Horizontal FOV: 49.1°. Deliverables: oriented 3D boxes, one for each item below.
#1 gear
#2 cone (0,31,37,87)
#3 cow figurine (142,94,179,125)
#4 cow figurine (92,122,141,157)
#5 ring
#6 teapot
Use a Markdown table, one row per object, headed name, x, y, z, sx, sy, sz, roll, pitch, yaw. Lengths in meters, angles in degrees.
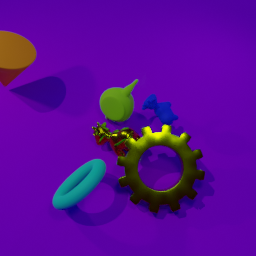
| name | x | y | z | sx | sy | sz | roll | pitch | yaw |
| --- | --- | --- | --- | --- | --- | --- | --- | --- | --- |
| gear | 0.791 | 0.982 | 6.913 | 2.098 | 0.388 | 2.098 | 0 | 84 | 2 |
| cone | -3.785 | -1.821 | 8.689 | 1.623 | 1.629 | 1.623 | 14 | 50 | -17 |
| cow figurine | 0.852 | -0.472 | 7.556 | 0.926 | 0.517 | 0.941 | -8 | 65 | -50 |
| cow figurine | -0.334 | 0.227 | 7.652 | 1.202 | 1.222 | 0.671 | 50 | 41 | -10 |
| ring | -1.165 | 1.333 | 6.732 | 0.310 | 1.550 | 1.550 | 51 | 62 | -13 |
| teapot | -0.238 | -0.756 | 8.094 | 1.027 | 1.651 | 0.809 | 42 | 41 | 1 |
